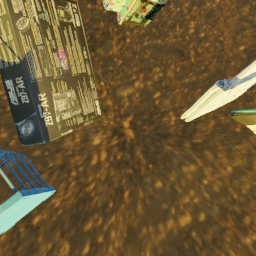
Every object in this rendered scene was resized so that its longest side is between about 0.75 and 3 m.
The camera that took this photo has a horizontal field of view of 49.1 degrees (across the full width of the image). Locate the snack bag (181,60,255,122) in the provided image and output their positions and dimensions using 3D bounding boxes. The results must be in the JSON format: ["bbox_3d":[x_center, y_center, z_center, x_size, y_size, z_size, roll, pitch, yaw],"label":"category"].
[{"bbox_3d":[2.332,-1.008,5.543,2.124,2.253,0.241,-22,73,-39],"label":"snack bag"}]

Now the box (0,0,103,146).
[{"bbox_3d":[-1.377,-1.122,5.090,0.534,2.455,1.966,-7,12,26],"label":"box"}]

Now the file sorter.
[{"bbox_3d":[-1.700,0.811,3.552,0.959,1.382,0.848,-38,82,-7],"label":"file sorter"}]

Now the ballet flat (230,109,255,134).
[{"bbox_3d":[2.280,-0.150,4.533,1.336,0.454,0.457,-10,96,-16],"label":"ballet flat"}]

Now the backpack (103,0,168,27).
[{"bbox_3d":[0.360,-4.230,7.415,1.869,2.483,2.204,1,73,-35],"label":"backpack"}]
